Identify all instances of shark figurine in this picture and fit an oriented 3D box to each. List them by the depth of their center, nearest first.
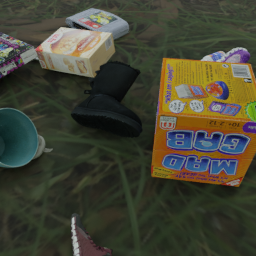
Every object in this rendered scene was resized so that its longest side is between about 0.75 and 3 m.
[{"bbox_3d":[-2.587,0.368,8.126,0.643,0.449,1.077,-13,48,-15],"label":"shark figurine"}]

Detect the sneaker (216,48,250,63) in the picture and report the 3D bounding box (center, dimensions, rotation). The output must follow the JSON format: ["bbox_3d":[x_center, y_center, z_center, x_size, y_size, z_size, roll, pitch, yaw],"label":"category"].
[{"bbox_3d":[3.669,-2.075,10.275,2.450,0.986,1.083,-28,58,-20],"label":"sneaker"}]

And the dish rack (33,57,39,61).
[{"bbox_3d":[-3.599,-3.075,11.708,0.837,0.212,0.975,17,48,18],"label":"dish rack"}]

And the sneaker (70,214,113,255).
[{"bbox_3d":[-0.772,2.505,5.987,0.833,0.546,1.443,-6,55,-13],"label":"sneaker"}]

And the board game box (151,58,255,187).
[{"bbox_3d":[1.892,-0.178,7.328,2.292,2.293,2.294,6,45,6],"label":"board game box"}]

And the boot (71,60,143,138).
[{"bbox_3d":[-0.315,-0.961,8.446,2.697,0.998,2.210,12,61,39],"label":"boot"}]

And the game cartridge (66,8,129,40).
[{"bbox_3d":[-1.399,-4.980,13.418,2.790,0.570,1.857,33,50,28],"label":"game cartridge"}]

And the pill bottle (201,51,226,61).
[{"bbox_3d":[3.273,-2.569,10.920,1.074,0.602,0.602,-23,49,-22],"label":"pill bottle"}]

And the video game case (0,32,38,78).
[{"bbox_3d":[-5.226,-2.611,10.524,2.815,0.504,2.552,28,58,35],"label":"video game case"}]

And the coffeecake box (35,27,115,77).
[{"bbox_3d":[-2.020,-3.018,10.962,2.421,0.885,1.859,13,50,21],"label":"coffeecake box"}]

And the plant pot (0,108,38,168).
[{"bbox_3d":[-3.404,0.354,7.557,1.058,1.570,1.570,-16,36,32],"label":"plant pot"}]
